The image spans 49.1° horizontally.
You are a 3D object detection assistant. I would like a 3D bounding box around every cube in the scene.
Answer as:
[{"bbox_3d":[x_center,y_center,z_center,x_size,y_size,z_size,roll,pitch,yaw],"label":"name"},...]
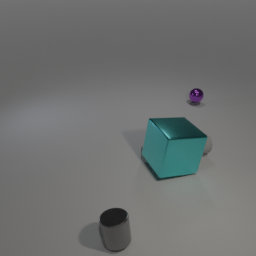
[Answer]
[{"bbox_3d":[1.440,0.575,9.012,1.400,1.400,1.400,-3,28,-22],"label":"cube"}]

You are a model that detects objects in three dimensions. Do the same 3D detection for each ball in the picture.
[{"bbox_3d":[3.325,-1.584,13.629,0.700,0.700,0.700,0,29,0],"label":"ball"}]

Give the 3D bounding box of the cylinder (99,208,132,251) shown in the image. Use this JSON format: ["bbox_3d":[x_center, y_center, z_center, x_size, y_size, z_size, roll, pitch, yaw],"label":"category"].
[{"bbox_3d":[-0.296,2.378,6.620,0.700,0.700,0.700,-6,20,2],"label":"cylinder"}]

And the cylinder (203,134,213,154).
[{"bbox_3d":[2.450,0.577,9.774,0.700,0.700,0.700,-6,29,-23],"label":"cylinder"}]
